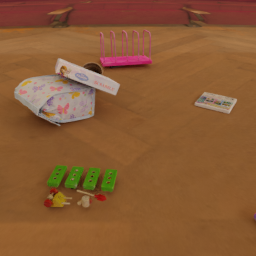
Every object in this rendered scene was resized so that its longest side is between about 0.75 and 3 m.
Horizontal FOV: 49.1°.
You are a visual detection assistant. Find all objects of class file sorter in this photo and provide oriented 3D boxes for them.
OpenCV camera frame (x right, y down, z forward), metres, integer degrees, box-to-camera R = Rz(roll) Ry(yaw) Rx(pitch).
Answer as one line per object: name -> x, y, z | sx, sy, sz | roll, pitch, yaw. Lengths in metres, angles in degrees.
file sorter -> -0.185, -4.493, 15.540 | 2.702, 1.694, 1.878 | -5, 24, -8

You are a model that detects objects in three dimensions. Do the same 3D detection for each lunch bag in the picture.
lunch bag -> -2.681, -1.034, 10.192 | 2.322, 1.476, 1.969 | -15, 33, -43

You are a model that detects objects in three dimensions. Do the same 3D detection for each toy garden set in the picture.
toy garden set -> -1.189, 1.524, 6.997 | 1.658, 0.331, 1.382 | 4, 29, 5

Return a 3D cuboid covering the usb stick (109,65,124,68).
usb stick -> -0.579, -3.463, 15.510 | 0.963, 0.157, 0.267 | -18, 28, -28

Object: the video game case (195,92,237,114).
video game case -> 3.599, -1.053, 11.465 | 1.394, 0.165, 1.269 | 18, 35, 26

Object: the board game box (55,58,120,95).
board game box -> -1.590, -1.947, 10.432 | 2.198, 0.452, 2.192 | 19, 10, -18

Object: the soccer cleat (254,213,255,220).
soccer cleat -> 3.412, 2.087, 5.942 | 1.352, 0.451, 0.517 | 9, 43, 15

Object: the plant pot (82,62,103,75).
plant pot -> -1.614, -2.340, 12.752 | 1.038, 1.038, 0.906 | 0, -14, 0
